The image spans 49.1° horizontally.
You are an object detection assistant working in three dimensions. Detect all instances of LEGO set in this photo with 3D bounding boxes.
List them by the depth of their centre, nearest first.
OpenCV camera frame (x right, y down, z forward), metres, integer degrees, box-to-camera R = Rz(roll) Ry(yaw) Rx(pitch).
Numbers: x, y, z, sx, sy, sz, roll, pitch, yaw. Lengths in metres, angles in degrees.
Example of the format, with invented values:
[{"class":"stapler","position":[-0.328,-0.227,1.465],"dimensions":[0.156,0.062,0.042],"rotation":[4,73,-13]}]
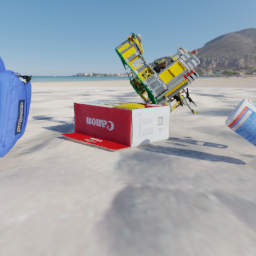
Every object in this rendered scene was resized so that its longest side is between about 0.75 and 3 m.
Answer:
[{"class":"LEGO set","position":[0.843,-1.313,6.599],"dimensions":[1.380,1.831,2.382],"rotation":[-36,-30,-1]}]

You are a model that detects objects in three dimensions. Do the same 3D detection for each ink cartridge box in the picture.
[{"class":"ink cartridge box","position":[-0.299,-0.141,5.757],"dimensions":[1.753,0.735,1.539],"rotation":[10,14,42]}]

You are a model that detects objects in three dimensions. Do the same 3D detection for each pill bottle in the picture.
[{"class":"pill bottle","position":[1.801,0.011,3.822],"dimensions":[0.833,0.467,0.467],"rotation":[38,20,10]}]

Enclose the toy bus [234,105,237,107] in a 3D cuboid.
[{"class":"toy bus","position":[2.225,-0.155,4.536],"dimensions":[0.741,0.406,0.785],"rotation":[-5,11,-9]}]

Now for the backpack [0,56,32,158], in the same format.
[{"class":"backpack","position":[-2.393,-0.369,3.772],"dimensions":[1.902,1.842,2.266],"rotation":[4,9,-9]}]
